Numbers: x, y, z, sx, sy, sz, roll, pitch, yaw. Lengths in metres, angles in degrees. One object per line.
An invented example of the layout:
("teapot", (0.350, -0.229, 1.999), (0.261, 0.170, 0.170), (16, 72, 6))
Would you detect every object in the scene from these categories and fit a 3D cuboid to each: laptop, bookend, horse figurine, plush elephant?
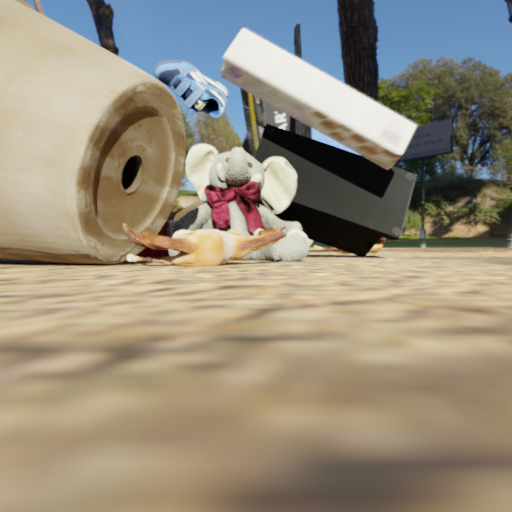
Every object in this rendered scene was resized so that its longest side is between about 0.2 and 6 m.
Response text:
("laptop", (1.734, -2.942, 12.380), (1.665, 2.856, 3.223), (-2, -18, 6))
("bookend", (0.897, -0.685, 8.360), (2.176, 1.002, 2.163), (19, -19, 2))
("horse figurine", (-0.485, -0.092, 4.977), (0.975, 0.367, 1.472), (1, 1, 32))
("plush elephant", (-0.225, -0.659, 6.672), (1.525, 1.433, 1.851), (0, 1, -4))
("horse figurine", (2.087, -0.286, 11.705), (1.248, 0.470, 1.884), (6, -9, -25))

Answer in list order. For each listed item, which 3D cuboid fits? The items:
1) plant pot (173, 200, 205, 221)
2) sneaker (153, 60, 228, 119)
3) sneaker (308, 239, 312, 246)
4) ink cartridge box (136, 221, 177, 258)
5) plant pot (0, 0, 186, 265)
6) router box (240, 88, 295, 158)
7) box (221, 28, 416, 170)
("plant pot", (-1.043, -0.759, 13.336), (1.744, 1.630, 1.630), (-8, -2, 25))
("sneaker", (-1.347, -3.520, 11.870), (1.778, 0.731, 0.657), (19, -33, -32))
("sneaker", (0.042, -0.535, 12.729), (2.607, 0.987, 1.199), (3, 7, 0))
("ink cartridge box", (-1.398, -0.209, 7.415), (1.210, 0.507, 1.062), (1, 1, 38))
("plant pot", (-2.056, -1.002, 5.125), (2.381, 2.744, 2.744), (18, 7, 18))
("router box", (0.370, -2.952, 13.887), (0.769, 2.945, 2.315), (-14, 25, -10))
("box", (0.726, -1.848, 6.671), (2.370, 0.491, 0.459), (28, -17, 0))
